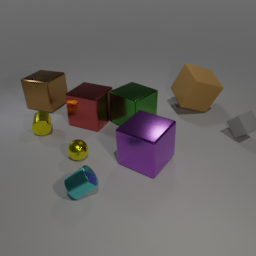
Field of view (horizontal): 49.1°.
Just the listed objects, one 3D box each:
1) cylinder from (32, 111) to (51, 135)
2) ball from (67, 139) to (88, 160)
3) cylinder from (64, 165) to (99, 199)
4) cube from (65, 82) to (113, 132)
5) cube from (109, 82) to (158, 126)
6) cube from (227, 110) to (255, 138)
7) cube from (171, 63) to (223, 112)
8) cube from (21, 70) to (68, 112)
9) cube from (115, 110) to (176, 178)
[{"bbox_3d":[-3.320,-0.189,10.793,0.700,0.700,0.700,-6,38,-10],"label":"cylinder"},{"bbox_3d":[-1.680,0.729,9.384,0.700,0.700,0.700,0,31,0],"label":"ball"},{"bbox_3d":[-1.298,1.509,7.822,0.700,0.700,0.700,-34,31,10],"label":"cylinder"},{"bbox_3d":[-1.524,-0.898,11.407,1.400,1.400,1.400,13,33,20],"label":"cube"},{"bbox_3d":[0.227,-0.884,11.384,1.400,1.400,1.400,25,39,35],"label":"cube"},{"bbox_3d":[4.227,-0.147,10.281,0.700,0.700,0.700,-22,-7,-24],"label":"cube"},{"bbox_3d":[2.937,-1.741,12.128,1.400,1.400,1.400,9,41,-24],"label":"cube"},{"bbox_3d":[-3.722,-1.707,12.709,1.400,1.400,1.400,10,32,21],"label":"cube"},{"bbox_3d":[0.591,0.475,9.004,1.400,1.400,1.400,19,40,29],"label":"cube"}]
